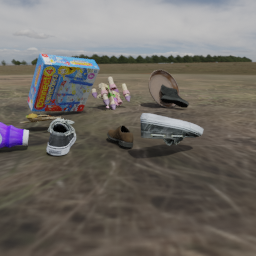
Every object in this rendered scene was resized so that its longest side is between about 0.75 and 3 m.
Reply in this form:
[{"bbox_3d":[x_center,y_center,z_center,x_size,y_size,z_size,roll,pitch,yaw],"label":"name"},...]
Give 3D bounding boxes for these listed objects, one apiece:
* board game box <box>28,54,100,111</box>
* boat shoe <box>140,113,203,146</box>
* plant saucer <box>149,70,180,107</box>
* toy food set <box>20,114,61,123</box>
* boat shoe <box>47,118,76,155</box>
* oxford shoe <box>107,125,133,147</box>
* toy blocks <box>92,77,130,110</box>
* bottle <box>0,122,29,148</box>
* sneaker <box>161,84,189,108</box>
[{"bbox_3d":[-2.316,-1.520,9.987,2.021,2.064,0.577,-4,47,-36],"label":"board game box"},{"bbox_3d":[0.902,0.090,5.964,1.628,0.577,0.587,10,2,-29],"label":"boat shoe"},{"bbox_3d":[1.578,-1.741,12.597,1.779,1.779,0.285,-10,-10,-35],"label":"plant saucer"},{"bbox_3d":[-2.530,-0.318,8.099,1.086,0.218,0.750,-7,0,30],"label":"toy food set"},{"bbox_3d":[-1.590,0.084,6.680,0.652,0.603,1.765,8,13,-3],"label":"boat shoe"},{"bbox_3d":[-0.165,0.141,6.854,0.388,0.451,1.069,5,8,-34],"label":"oxford shoe"},{"bbox_3d":[-0.731,-1.220,11.952,1.396,1.175,1.305,-28,-23,28],"label":"toy blocks"},{"bbox_3d":[-2.967,0.159,6.104,1.500,0.627,0.490,6,17,-20],"label":"bottle"},{"bbox_3d":[2.009,-1.397,12.085,1.494,0.449,0.779,16,62,28],"label":"sneaker"}]
